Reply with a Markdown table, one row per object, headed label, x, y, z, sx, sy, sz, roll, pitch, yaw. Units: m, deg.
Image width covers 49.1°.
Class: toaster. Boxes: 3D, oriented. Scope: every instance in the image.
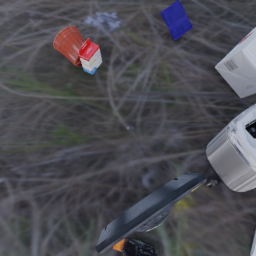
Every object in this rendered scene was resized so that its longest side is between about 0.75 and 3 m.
| label | x | y | z | sx | sy | sz | roll | pitch | yaw |
| --- | --- | --- | --- | --- | --- | --- | --- | --- | --- |
| toaster | 3.042 | 0.324 | 6.376 | 2.788 | 1.800 | 1.584 | -27 | 69 | -11 |

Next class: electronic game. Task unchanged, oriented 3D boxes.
| label | x | y | z | sx | sy | sz | roll | pitch | yaw |
| --- | --- | --- | --- | --- | --- | --- | --- | --- | --- |
| electronic game | 0.457 | 1.627 | 5.356 | 2.446 | 2.446 | 0.509 | -31 | 72 | -13 |

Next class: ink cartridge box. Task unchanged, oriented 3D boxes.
| label | x | y | z | sx | sy | sz | roll | pitch | yaw |
| --- | --- | --- | --- | --- | --- | --- | --- | --- | --- |
| ink cartridge box | -1.013 | -1.935 | 7.601 | 0.302 | 0.898 | 0.521 | 28 | 72 | 13 |

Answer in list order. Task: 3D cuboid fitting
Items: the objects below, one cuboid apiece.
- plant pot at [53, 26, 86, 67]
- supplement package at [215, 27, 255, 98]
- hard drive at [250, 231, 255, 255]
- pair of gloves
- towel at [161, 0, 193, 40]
| label | x | y | z | sx | sy | sz | roll | pitch | yaw |
| --- | --- | --- | --- | --- | --- | --- | --- | --- | --- |
| plant pot | -1.509 | -2.271 | 7.979 | 0.876 | 0.876 | 0.852 | -39 | 78 | -15 |
| supplement package | 3.615 | -1.981 | 7.526 | 2.005 | 1.216 | 1.201 | -43 | 95 | -17 |
| hard drive | 3.581 | 2.673 | 6.226 | 1.482 | 0.188 | 0.978 | 22 | 67 | 9 |
| pair of gloves | 0.066 | 3.022 | 6.097 | 1.030 | 0.143 | 1.156 | 13 | 71 | 7 |
| towel | 1.459 | -3.252 | 8.472 | 0.704 | 0.236 | 0.953 | -36 | 113 | -4 |
